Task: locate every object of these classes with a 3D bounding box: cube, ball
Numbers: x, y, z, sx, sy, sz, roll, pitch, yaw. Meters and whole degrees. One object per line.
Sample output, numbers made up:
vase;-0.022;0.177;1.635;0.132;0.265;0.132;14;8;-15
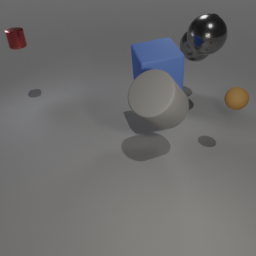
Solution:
cube;0.972;-2.012;9.438;1.400;1.400;1.400;-13;43;-6
ball;3.301;-0.897;8.514;0.700;0.700;0.700;0;33;0
ball;2.935;-3.575;12.050;1.400;1.400;1.400;0;33;0
ball;2.816;-3.331;10.003;1.400;1.400;1.400;0;33;0

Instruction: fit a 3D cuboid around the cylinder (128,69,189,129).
cylinder;0.910;-0.790;8.164;1.400;1.400;1.400;22;-3;31

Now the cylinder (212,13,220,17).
cylinder;3.272;-4.109;11.192;0.700;0.700;0.700;22;50;30

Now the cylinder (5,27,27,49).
cylinder;-4.554;-3.654;11.400;0.700;0.700;0.700;-2;34;1
